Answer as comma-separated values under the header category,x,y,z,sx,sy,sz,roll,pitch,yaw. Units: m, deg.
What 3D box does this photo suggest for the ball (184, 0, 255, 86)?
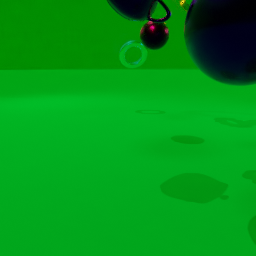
category,x,y,z,sx,sy,sz,roll,pitch,yaw
ball,1.241,-1.083,3.010,1.252,1.252,1.252,0,13,0

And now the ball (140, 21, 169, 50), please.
category,x,y,z,sx,sy,sz,roll,pitch,yaw
ball,0.645,-2.259,6.808,0.712,0.712,0.712,0,13,0

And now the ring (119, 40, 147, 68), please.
category,x,y,z,sx,sy,sz,roll,pitch,yaw
ring,0.198,-2.722,10.388,1.077,1.077,0.215,-3,39,-13

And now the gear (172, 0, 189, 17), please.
category,x,y,z,sx,sy,sz,roll,pitch,yaw
gear,1.963,-4.063,8.940,0.243,1.315,1.315,-48,27,-9

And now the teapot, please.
category,x,y,z,sx,sy,sz,roll,pitch,yaw
teapot,0.078,-2.265,4.414,0.767,1.566,0.974,-40,8,41
